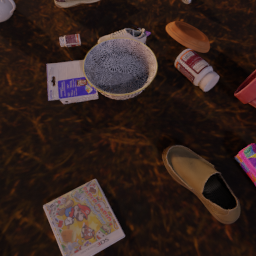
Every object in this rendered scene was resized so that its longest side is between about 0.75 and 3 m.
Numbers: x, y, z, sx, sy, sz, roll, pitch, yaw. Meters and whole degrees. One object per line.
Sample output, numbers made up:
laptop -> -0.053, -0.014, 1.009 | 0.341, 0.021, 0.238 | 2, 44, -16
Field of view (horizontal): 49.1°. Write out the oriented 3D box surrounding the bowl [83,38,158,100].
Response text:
bowl -> -0.263, -1.925, 10.275 | 2.614, 1.227, 2.614 | 0, 61, 1

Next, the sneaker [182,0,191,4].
sneaker -> 2.659, -6.373, 13.140 | 0.490, 0.506, 1.384 | -22, 63, -8

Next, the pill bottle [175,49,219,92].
pill bottle -> 2.608, -2.180, 10.597 | 0.909, 0.909, 1.593 | -33, 66, -17

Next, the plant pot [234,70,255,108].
plant pot -> 5.009, -1.274, 9.686 | 1.713, 1.914, 1.914 | 44, 69, 5

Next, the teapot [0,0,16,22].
teapot -> -5.882, -5.514, 12.285 | 1.608, 1.175, 1.587 | -23, 64, -13

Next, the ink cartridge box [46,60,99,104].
ink cartridge box -> -2.127, -1.781, 10.662 | 1.822, 0.395, 1.805 | -7, 61, -6

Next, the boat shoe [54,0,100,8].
boat shoe -> -2.093, -6.350, 12.900 | 2.761, 0.895, 0.993 | -19, 63, -10

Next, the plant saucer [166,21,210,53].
plant saucer -> 2.465, -3.729, 11.229 | 1.976, 0.370, 1.976 | 18, 38, -15

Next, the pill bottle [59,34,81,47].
pill bottle -> -2.404, -3.626, 11.647 | 0.823, 0.470, 0.470 | -8, 61, -5

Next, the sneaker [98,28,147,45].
sneaker -> -0.250, -3.706, 11.506 | 2.016, 0.811, 0.770 | -5, 63, -1

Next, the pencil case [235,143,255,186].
pencil case -> 4.177, 1.450, 8.616 | 0.886, 0.886, 2.005 | -23, 61, -12

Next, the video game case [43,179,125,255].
video game case -> -1.318, 2.744, 8.276 | 1.784, 0.224, 1.960 | -26, 64, -14

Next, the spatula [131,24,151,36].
spatula -> 0.524, -4.290, 12.220 | 1.079, 0.111, 0.305 | 38, 66, 19

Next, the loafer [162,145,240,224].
loafer -> 2.273, 1.514, 8.505 | 1.129, 1.001, 2.968 | -39, 68, -19
